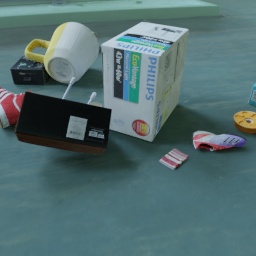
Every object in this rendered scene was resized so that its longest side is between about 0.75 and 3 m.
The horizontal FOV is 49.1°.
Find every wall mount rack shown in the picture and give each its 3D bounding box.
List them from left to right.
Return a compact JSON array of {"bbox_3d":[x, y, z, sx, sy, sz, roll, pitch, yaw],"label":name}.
[{"bbox_3d":[-2.188,-0.652,9.437,2.045,0.878,2.354,-35,49,-21],"label":"wall mount rack"}]

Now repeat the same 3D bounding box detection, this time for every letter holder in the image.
[{"bbox_3d":[-1.855,0.043,8.162,2.377,1.689,1.195,11,69,-13],"label":"letter holder"}]

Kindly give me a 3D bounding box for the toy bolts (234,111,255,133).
[{"bbox_3d":[4.772,-0.571,8.887,2.176,1.580,2.278,-13,38,-13],"label":"toy bolts"}]

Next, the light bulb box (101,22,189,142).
[{"bbox_3d":[0.613,-1.649,9.343,1.835,2.914,2.940,16,36,20],"label":"light bulb box"}]

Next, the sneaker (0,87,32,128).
[{"bbox_3d":[-4.222,-1.048,10.257,1.467,0.929,2.608,-22,47,-23],"label":"sneaker"}]

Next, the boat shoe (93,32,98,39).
[{"bbox_3d":[-2.866,-4.828,15.800,0.993,0.973,2.789,25,44,25],"label":"boat shoe"}]

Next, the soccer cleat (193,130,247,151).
[{"bbox_3d":[2.779,0.468,8.499,1.591,0.543,0.582,6,57,4],"label":"soccer cleat"}]

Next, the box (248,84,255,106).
[{"bbox_3d":[5.544,-1.553,11.129,1.941,0.799,0.477,-28,44,-34],"label":"box"}]

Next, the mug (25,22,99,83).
[{"bbox_3d":[-2.868,-3.104,12.571,2.795,2.239,2.295,-13,39,21],"label":"mug"}]

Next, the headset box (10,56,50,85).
[{"bbox_3d":[-4.306,-2.603,12.696,1.437,0.766,1.651,1,34,1],"label":"headset box"}]

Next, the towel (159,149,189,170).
[{"bbox_3d":[1.340,0.888,8.161,0.546,0.086,0.758,27,43,35],"label":"towel"}]

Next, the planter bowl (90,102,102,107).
[{"bbox_3d":[-1.166,-0.420,9.575,0.811,0.811,0.546,-18,65,-24],"label":"planter bowl"}]
